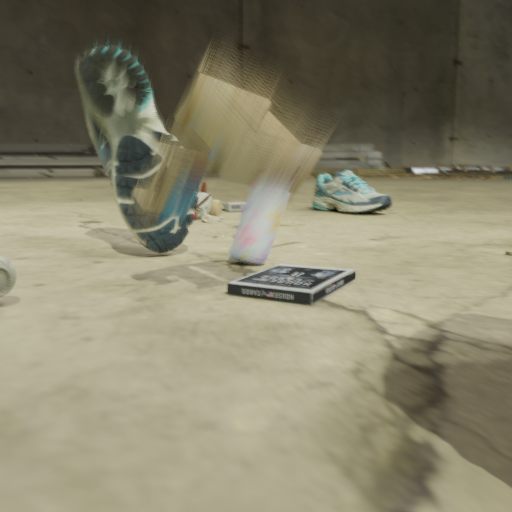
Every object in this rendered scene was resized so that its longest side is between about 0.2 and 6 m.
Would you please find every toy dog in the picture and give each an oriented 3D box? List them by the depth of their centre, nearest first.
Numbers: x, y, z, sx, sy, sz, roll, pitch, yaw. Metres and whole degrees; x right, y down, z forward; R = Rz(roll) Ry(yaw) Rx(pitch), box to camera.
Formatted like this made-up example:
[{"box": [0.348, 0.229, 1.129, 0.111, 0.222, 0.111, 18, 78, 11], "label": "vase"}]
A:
[{"box": [-1.482, -1.363, 14.046, 1.263, 0.923, 1.916, -1, 10, -6], "label": "toy dog"}]

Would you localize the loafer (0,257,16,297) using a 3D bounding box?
[{"box": [-3.174, 0.340, 5.183, 1.773, 0.620, 0.619, -10, 20, -23], "label": "loafer"}]

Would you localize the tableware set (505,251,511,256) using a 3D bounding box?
[{"box": [5.220, -0.147, 8.058, 2.636, 0.528, 1.742, 0, 10, -1], "label": "tableware set"}]

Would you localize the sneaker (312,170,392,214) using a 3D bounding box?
[{"box": [2.629, -1.838, 15.983, 1.085, 1.207, 2.796, -8, 12, -39], "label": "sneaker"}]

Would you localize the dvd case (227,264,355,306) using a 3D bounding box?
[{"box": [0.446, 0.303, 6.511, 1.030, 0.169, 1.370, 5, 10, 28], "label": "dvd case"}]

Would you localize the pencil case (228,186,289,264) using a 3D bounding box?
[{"box": [0.040, -0.546, 8.067, 0.607, 1.338, 0.556, 13, -7, 32], "label": "pencil case"}]

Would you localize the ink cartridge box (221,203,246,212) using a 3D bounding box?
[{"box": [-0.517, -1.446, 16.738, 0.946, 0.292, 1.166, -4, 2, -16], "label": "ink cartridge box"}]

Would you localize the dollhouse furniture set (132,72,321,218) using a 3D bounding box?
[{"box": [-0.327, -0.848, 5.833, 1.058, 1.510, 1.064, 4, 40, -47], "label": "dollhouse furniture set"}]

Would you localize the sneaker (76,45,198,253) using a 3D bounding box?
[{"box": [-1.905, -1.600, 9.056, 1.287, 3.317, 1.432, -17, -5, -20], "label": "sneaker"}]
